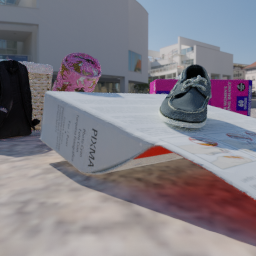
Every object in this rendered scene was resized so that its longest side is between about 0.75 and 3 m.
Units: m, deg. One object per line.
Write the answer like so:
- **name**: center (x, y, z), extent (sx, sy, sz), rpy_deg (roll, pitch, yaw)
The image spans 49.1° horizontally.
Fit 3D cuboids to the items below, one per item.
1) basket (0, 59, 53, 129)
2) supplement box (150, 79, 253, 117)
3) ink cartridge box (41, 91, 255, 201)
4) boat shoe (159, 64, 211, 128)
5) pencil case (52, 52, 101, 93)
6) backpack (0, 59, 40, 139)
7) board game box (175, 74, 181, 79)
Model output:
- **basket**: center (-3.541, -0.873, 7.628), extent (2.252, 1.811, 2.232), rpy_deg (3, 6, 39)
- **supplement box**: center (2.031, -0.706, 8.230), extent (2.697, 1.365, 1.394), rpy_deg (0, 5, -1)
- **ink cartridge box**: center (0.744, 0.221, 3.146), extent (2.396, 0.707, 2.993), rpy_deg (-3, 21, -39)
- **boat shoe**: center (0.634, -0.379, 2.944), extent (0.487, 0.413, 1.336), rpy_deg (13, 25, 13)
- **pencil case**: center (-0.928, -0.529, 4.660), extent (0.613, 1.481, 0.641), rpy_deg (34, 43, 4)
- **backpack**: center (-2.625, -0.616, 5.806), extent (1.016, 1.605, 1.339), rpy_deg (1, 6, 22)
- **board game box**: center (2.472, -1.253, 11.222), extent (0.867, 1.683, 0.883), rpy_deg (-41, 23, -5)
